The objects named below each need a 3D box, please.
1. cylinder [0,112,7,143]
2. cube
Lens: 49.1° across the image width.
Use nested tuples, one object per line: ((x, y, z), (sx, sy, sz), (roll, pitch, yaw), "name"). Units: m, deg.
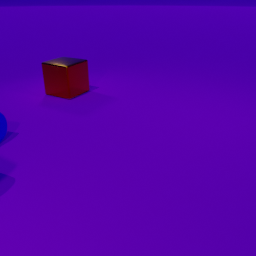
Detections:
((-3.714, -0.032, 7.110), (0.877, 0.877, 0.877), (7, 27, 14), "cylinder")
((-2.329, -1.925, 10.603), (1.234, 1.234, 1.234), (14, 29, 26), "cube")
